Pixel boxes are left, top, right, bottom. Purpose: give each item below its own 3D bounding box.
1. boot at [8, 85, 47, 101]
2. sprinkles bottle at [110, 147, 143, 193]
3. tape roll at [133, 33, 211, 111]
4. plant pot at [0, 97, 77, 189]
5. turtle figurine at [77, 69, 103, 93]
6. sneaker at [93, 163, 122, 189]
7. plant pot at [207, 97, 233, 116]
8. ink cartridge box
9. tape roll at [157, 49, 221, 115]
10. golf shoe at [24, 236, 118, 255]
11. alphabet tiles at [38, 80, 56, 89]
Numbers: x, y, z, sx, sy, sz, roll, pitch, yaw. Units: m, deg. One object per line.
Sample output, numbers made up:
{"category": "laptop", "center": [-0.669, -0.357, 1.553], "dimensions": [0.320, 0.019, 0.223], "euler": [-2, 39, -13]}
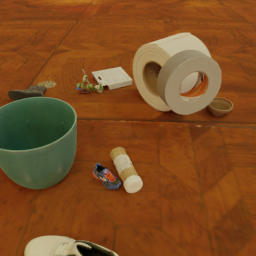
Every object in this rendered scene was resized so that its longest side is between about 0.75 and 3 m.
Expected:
{"category": "boot", "center": [-4.880, -1.726, 13.650], "dimensions": [1.643, 0.573, 1.082], "euler": [6, 34, -10]}
{"category": "sprinkles bottle", "center": [-0.089, 1.380, 9.478], "dimensions": [0.589, 0.589, 1.726], "euler": [-13, 39, -16]}
{"category": "tape roll", "center": [1.933, -2.493, 12.528], "dimensions": [2.085, 3.037, 3.037], "euler": [-27, 45, -30]}
{"category": "plant pot", "center": [-2.931, 0.636, 9.115], "dimensions": [2.745, 2.203, 2.745], "euler": [0, 38, 0]}
{"category": "turtle figurine", "center": [-1.851, -2.276, 13.965], "dimensions": [1.267, 0.940, 1.307], "euler": [15, 44, 11]}
{"category": "sneaker", "center": [-0.720, 1.598, 9.280], "dimensions": [1.245, 0.488, 0.469], "euler": [26, 46, 30]}
{"category": "plant pot", "center": [4.073, -0.883, 12.493], "dimensions": [1.102, 0.508, 1.102], "euler": [-1, 38, 0]}
{"category": "ink cartridge box", "center": [-0.879, -2.628, 14.883], "dimensions": [1.744, 0.378, 1.712], "euler": [-15, 40, -16]}
{"category": "tape roll", "center": [2.021, -1.485, 9.261], "dimensions": [2.063, 2.063, 0.682], "euler": [-11, 36, -14]}
{"category": "golf shoe", "center": [-1.336, 3.011, 6.795], "dimensions": [2.685, 1.305, 1.051], "euler": [8, 41, 13]}
{"category": "alphabet tiles", "center": [-4.282, -2.254, 14.670], "dimensions": [0.946, 0.030, 0.787], "euler": [-21, 42, -25]}
